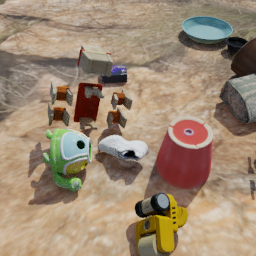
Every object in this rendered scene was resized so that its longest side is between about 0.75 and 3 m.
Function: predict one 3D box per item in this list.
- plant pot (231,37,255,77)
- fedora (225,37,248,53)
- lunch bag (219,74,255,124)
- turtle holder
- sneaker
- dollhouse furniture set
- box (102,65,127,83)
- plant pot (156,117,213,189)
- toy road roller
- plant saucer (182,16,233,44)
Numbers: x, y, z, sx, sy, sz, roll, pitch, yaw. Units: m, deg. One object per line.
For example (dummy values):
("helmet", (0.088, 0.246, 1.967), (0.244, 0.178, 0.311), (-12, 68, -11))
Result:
("plant pot", (5.718, -2.376, 11.525), (1.977, 1.977, 2.116), (-20, 60, -18))
("fedora", (5.385, -4.078, 13.932), (1.169, 0.534, 1.169), (1, 46, -1))
("lunch bag", (4.690, -1.067, 10.665), (1.506, 1.079, 1.836), (-15, 55, -18))
("turtle holder", (-1.795, 0.850, 8.534), (1.290, 1.380, 1.816), (-2, 41, 0))
("sneaker", (-0.227, 0.667, 9.023), (1.720, 0.641, 0.749), (5, 23, 23))
("dollhouse furniture set", (-1.285, -1.313, 9.560), (2.681, 2.652, 1.381), (2, 32, -24))
("box", (-0.607, -2.394, 12.382), (1.109, 0.437, 0.783), (-4, 49, -4))
("plant pot", (1.785, 0.654, 8.605), (1.824, 1.614, 1.824), (-1, 46, 1))
("toy road roller", (0.924, 2.503, 7.175), (1.198, 1.008, 1.641), (20, 54, -26))
("plant saucer", (4.213, -5.230, 15.093), (2.661, 0.478, 2.661), (0, 47, 0))
